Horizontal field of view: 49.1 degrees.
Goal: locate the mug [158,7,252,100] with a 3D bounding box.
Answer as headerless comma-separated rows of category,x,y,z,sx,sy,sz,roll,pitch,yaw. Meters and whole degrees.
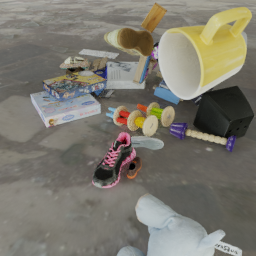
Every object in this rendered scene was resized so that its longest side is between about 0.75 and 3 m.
mug,2.594,-2.243,8.673,2.247,2.192,2.737,-21,14,-20

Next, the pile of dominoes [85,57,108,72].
pile of dominoes,-1.700,-3.381,15.342,1.214,0.248,1.558,-13,35,12

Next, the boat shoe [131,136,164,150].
boat shoe,0.622,0.424,9.455,1.187,0.436,0.396,6,35,10

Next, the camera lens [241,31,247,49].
camera lens,5.137,-4.463,15.548,2.341,1.873,1.873,3,34,5

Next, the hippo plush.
hippo plush,0.772,2.640,5.429,2.294,1.827,1.845,15,64,51

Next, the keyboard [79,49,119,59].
keyboard,-1.823,-4.615,17.380,2.475,0.132,0.696,12,35,18

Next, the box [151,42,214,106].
box,2.342,-2.424,11.845,2.996,0.541,2.142,50,32,0

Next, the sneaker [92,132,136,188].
sneaker,-0.427,0.864,8.305,0.826,0.997,2.090,15,38,18

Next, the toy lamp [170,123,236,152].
toy lamp,2.509,0.267,9.581,2.174,0.633,0.633,17,37,19

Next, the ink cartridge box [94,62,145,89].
ink cartridge box,-0.501,-2.693,14.116,2.509,0.509,2.504,-3,34,-3

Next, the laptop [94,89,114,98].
laptop,-1.140,-1.764,12.734,0.819,0.474,0.766,6,34,17

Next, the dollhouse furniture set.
dollhouse furniture set,1.828,-2.584,12.585,2.472,1.613,2.334,26,37,9

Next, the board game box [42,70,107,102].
board game box,-2.294,-1.889,12.138,2.280,0.395,1.545,-23,39,-33

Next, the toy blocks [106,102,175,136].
toy blocks,0.386,-0.526,10.592,2.146,0.779,1.789,21,35,39

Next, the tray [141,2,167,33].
tray,0.943,-4.046,10.340,0.510,1.035,0.192,29,52,-11

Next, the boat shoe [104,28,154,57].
boat shoe,0.113,-2.409,7.766,0.591,0.691,1.887,14,9,31

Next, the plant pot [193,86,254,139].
plant pot,3.442,-0.381,9.879,1.529,1.532,1.359,-13,47,-19

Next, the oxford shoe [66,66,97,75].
oxford shoe,-2.291,-2.675,13.907,1.734,0.732,0.630,7,32,8

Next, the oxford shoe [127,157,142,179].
oxford shoe,0.218,1.122,8.495,0.324,0.330,0.910,9,34,13

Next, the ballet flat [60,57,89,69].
ballet flat,-2.954,-3.605,15.301,1.722,0.579,0.586,-1,40,8

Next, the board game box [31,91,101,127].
board game box,-2.610,-1.017,11.607,2.261,0.465,2.255,-17,37,-24
